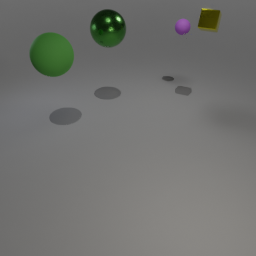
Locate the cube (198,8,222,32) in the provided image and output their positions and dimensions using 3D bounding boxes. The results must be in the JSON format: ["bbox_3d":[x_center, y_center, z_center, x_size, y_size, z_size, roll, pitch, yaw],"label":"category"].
[{"bbox_3d":[3.145,-4.124,10.768,0.700,0.700,0.700,15,15,20],"label":"cube"}]

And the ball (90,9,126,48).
[{"bbox_3d":[-0.765,-3.823,10.792,1.400,1.400,1.400,0,32,0],"label":"ball"}]

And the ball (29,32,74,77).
[{"bbox_3d":[-2.467,-2.372,9.107,1.400,1.400,1.400,0,32,0],"label":"ball"}]

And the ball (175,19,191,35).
[{"bbox_3d":[2.495,-4.608,12.780,0.700,0.700,0.700,0,32,0],"label":"ball"}]
